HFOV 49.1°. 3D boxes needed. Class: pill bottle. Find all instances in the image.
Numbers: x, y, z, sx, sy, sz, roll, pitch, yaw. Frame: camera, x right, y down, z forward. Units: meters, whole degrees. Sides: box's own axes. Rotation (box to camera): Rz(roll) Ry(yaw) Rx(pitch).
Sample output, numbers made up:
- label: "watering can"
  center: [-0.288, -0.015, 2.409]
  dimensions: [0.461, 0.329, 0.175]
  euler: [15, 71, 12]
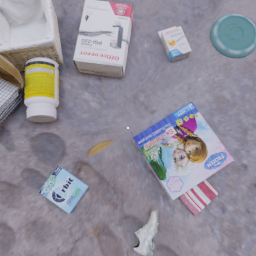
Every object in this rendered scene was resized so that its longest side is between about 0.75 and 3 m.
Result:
- label: "pill bottle"
  center: [-2.842, -1.224, 9.257]
  dimensions: [1.101, 1.101, 1.927]
  euler: [-3, 77, -1]

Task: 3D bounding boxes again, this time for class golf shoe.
- label: "golf shoe"
  center: [0.561, 3.176, 8.590]
  dimensions: [0.681, 0.549, 1.402]
  euler: [12, 77, 8]

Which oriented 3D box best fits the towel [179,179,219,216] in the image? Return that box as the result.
- label: "towel"
  center: [2.281, 2.169, 9.005]
  dimensions: [1.096, 0.125, 0.790]
  euler: [-40, 81, -9]

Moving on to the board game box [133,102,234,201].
- label: "board game box"
  center: [1.740, 0.715, 9.086]
  dimensions: [2.356, 0.485, 2.350]
  euler: [-32, 76, -6]

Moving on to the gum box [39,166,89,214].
- label: "gum box"
  center: [-2.042, 1.962, 8.972]
  dimensions: [1.211, 0.270, 1.029]
  euler: [34, 80, 7]

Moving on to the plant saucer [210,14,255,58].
- label: "plant saucer"
  center: [3.914, -3.410, 10.198]
  dimensions: [1.788, 0.245, 1.788]
  euler: [0, 77, -1]

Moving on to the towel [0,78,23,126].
- label: "towel"
  center: [-4.622, -0.792, 9.201]
  dimensions: [1.578, 0.816, 1.906]
  euler: [25, 64, 14]

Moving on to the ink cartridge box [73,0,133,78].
- label: "ink cartridge box"
  center: [-0.821, -3.092, 9.738]
  dimensions: [1.712, 0.997, 2.350]
  euler: [8, 80, 2]

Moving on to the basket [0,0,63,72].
- label: "basket"
  center: [-3.429, -3.264, 9.361]
  dimensions: [2.234, 1.797, 2.214]
  euler: [-10, 78, -2]

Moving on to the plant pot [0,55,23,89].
- label: "plant pot"
  center: [-4.505, -2.083, 8.531]
  dimensions: [2.894, 2.894, 0.398]
  euler: [22, 78, 5]

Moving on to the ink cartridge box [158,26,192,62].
- label: "ink cartridge box"
  center: [1.650, -3.108, 10.024]
  dimensions: [0.747, 0.440, 1.298]
  euler: [-20, 78, -4]
